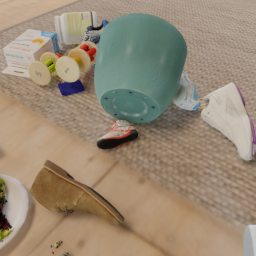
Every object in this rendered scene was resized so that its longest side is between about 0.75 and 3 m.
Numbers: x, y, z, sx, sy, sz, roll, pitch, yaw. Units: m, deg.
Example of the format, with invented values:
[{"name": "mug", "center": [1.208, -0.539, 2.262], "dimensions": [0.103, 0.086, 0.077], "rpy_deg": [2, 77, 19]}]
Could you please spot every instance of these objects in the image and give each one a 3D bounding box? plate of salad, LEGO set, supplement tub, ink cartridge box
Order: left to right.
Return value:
[{"name": "plate of salad", "center": [-3.602, 1.966, 6.595], "dimensions": [2.432, 0.584, 2.432], "rpy_deg": [0, 41, 0]}, {"name": "ink cartridge box", "center": [-4.169, -3.219, 11.886], "dimensions": [1.445, 0.851, 2.509], "rpy_deg": [11, 45, 12]}, {"name": "LEGO set", "center": [-1.479, 2.781, 6.049], "dimensions": [0.503, 0.219, 0.774], "rpy_deg": [-34, 53, -30]}, {"name": "supplement tub", "center": [-2.332, -4.619, 12.969], "dimensions": [1.900, 1.377, 1.377], "rpy_deg": [-6, 44, -6]}]

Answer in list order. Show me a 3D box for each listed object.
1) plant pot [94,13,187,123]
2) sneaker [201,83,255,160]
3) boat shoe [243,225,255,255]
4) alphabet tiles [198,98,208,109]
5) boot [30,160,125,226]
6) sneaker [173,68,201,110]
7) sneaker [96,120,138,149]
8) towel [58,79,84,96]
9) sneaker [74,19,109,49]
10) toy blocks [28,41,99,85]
[{"name": "plant pot", "center": [0.277, -1.599, 8.870], "dimensions": [2.958, 2.958, 2.373], "rpy_deg": [8, 62, 8]}, {"name": "sneaker", "center": [3.115, -0.129, 8.745], "dimensions": [1.415, 1.064, 2.841], "rpy_deg": [-18, 46, 18]}, {"name": "boat shoe", "center": [2.959, 3.102, 5.130], "dimensions": [1.256, 0.979, 2.767], "rpy_deg": [5, 42, 11]}, {"name": "alphabet tiles", "center": [2.987, -0.790, 9.901], "dimensions": [0.985, 0.073, 1.007], "rpy_deg": [10, 45, 7]}, {"name": "boot", "center": [-1.284, 1.781, 6.785], "dimensions": [2.637, 0.971, 0.995], "rpy_deg": [23, 67, 28]}, {"name": "sneaker", "center": [1.985, -1.453, 10.164], "dimensions": [0.925, 0.917, 2.551], "rpy_deg": [29, 32, -21]}, {"name": "sneaker", "center": [-0.432, 0.179, 8.621], "dimensions": [1.362, 0.455, 0.730], "rpy_deg": [-16, 45, -21]}, {"name": "towel", "center": [-2.147, -1.515, 10.587], "dimensions": [0.881, 0.218, 0.650], "rpy_deg": [-15, 52, -16]}, {"name": "sneaker", "center": [-1.637, -3.934, 12.180], "dimensions": [2.222, 0.946, 0.856], "rpy_deg": [-33, 42, 5]}, {"name": "toy blocks", "center": [-2.324, -2.742, 11.154], "dimensions": [2.244, 0.978, 2.692], "rpy_deg": [-1, 32, 22]}]
